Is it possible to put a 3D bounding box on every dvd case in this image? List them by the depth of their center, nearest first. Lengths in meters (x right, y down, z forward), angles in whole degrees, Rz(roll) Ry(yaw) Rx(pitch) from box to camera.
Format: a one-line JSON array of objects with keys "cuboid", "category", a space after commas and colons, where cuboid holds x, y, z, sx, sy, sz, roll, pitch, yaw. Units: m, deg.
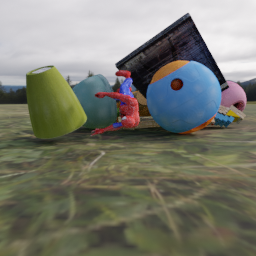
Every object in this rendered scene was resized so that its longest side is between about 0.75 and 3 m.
[{"cuboid": [1.322, -1.412, 7.615, 2.118, 0.228, 2.849, -31, -44, 19], "category": "dvd case"}]

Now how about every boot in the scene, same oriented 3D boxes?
[{"cuboid": [0.996, -0.834, 9.686, 2.893, 1.018, 2.071, -1, -6, -24], "category": "boot"}]

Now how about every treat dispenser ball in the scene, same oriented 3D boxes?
[{"cuboid": [1.309, -0.731, 6.673, 1.738, 1.738, 1.738, 0, 6, 0], "category": "treat dispenser ball"}]

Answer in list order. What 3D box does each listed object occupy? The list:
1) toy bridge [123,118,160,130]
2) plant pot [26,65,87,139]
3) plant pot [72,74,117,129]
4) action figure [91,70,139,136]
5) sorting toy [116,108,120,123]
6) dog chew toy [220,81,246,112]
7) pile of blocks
[{"cuboid": [0.676, -0.167, 8.385, 0.667, 0.270, 1.985, 4, 7, 35], "category": "toy bridge"}, {"cuboid": [-1.471, -0.558, 5.347, 1.081, 1.155, 1.081, -12, 25, 6], "category": "plant pot"}, {"cuboid": [-1.099, -0.633, 7.673, 1.020, 1.522, 1.522, -17, 13, -25], "category": "plant pot"}, {"cuboid": [-0.261, -0.442, 4.793, 0.872, 0.575, 1.761, -9, 30, -3], "category": "action figure"}, {"cuboid": [-0.199, -0.270, 7.843, 0.575, 0.571, 1.658, -36, 16, -20], "category": "sorting toy"}, {"cuboid": [3.142, -1.230, 10.205, 1.434, 1.434, 2.302, -3, 34, -28], "category": "dog chew toy"}, {"cuboid": [2.315, -0.279, 8.123, 2.212, 0.908, 0.687, 11, -40, -14], "category": "pile of blocks"}]
